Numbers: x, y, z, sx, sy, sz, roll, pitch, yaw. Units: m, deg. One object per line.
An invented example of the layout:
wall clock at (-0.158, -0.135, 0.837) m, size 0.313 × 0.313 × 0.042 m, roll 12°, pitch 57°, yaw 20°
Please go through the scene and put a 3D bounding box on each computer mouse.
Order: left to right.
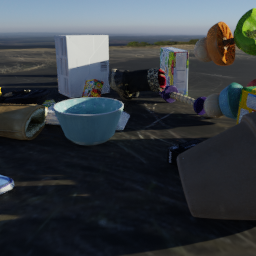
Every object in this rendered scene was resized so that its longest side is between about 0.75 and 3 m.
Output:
computer mouse at (-3.790, -1.033, 10.236) m, size 2.451 × 0.564 × 1.721 m, roll -7°, pitch 20°, yaw 12°

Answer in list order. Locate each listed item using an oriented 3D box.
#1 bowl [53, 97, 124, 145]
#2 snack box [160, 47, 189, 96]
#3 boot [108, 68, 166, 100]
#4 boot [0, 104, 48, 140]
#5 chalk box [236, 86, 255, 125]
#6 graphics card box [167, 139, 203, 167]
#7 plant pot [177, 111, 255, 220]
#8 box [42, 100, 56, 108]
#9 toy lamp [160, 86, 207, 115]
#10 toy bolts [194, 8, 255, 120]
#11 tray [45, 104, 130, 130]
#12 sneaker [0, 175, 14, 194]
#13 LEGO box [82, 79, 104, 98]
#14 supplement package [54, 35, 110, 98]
bowl at (-0.965, -0.153, 7.049) m, size 1.725 × 0.902 × 1.725 m, roll 0°, pitch 18°, yaw 0°
snack box at (2.006, -2.584, 12.582) m, size 0.697 × 1.870 × 2.629 m, roll -3°, pitch 20°, yaw -5°
boot at (0.494, -1.580, 10.173) m, size 1.778 × 0.864 × 2.361 m, roll 1°, pitch -12°, yaw 21°
boot at (-3.692, -0.461, 8.010) m, size 2.918 × 0.965 × 2.555 m, roll 2°, pitch 32°, yaw 8°
chalk box at (3.863, -0.193, 6.368) m, size 2.290 × 1.418 × 1.425 m, roll -8°, pitch 21°, yaw -20°
graphics card box at (1.577, 0.662, 5.510) m, size 0.907 × 0.368 × 1.446 m, roll -15°, pitch 25°, yaw -35°
plant pot at (1.512, 0.696, 4.036) m, size 1.427 × 1.636 × 1.636 m, roll -16°, pitch 17°, yaw 11°
box at (-2.902, -0.872, 10.234) m, size 0.471 × 0.194 × 0.802 m, roll -8°, pitch 23°, yaw -19°
toy lamp at (1.936, -1.098, 10.156) m, size 0.697 × 0.697 × 2.393 m, roll -9°, pitch 21°, yaw -25°
toy bolts at (3.448, -1.613, 8.763) m, size 2.821 × 2.953 × 2.048 m, roll 14°, pitch -17°, yaw -42°
tray at (-1.378, -0.404, 8.553) m, size 2.745 × 0.304 × 1.474 m, roll 5°, pitch 19°, yaw 7°
sneaker at (-2.548, 0.696, 4.713) m, size 1.121 × 0.821 × 0.452 m, roll -1°, pitch 19°, yaw -2°
LEGO box at (-1.264, -1.347, 9.968) m, size 0.354 × 0.684 × 0.918 m, roll 14°, pitch -2°, yaw -29°
supplement package at (-1.945, -2.708, 12.050) m, size 1.910 × 2.453 × 1.360 m, roll -13°, pitch 23°, yaw -32°
